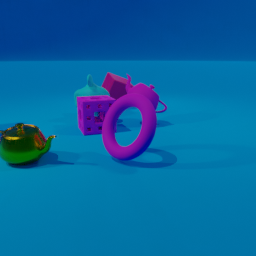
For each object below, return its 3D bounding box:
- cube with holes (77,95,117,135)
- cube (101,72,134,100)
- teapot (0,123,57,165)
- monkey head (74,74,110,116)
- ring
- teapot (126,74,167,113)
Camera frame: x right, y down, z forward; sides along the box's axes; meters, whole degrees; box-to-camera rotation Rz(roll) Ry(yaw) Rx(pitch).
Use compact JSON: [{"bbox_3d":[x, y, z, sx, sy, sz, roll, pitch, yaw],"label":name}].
[{"bbox_3d":[-0.952,-0.415,8.411,0.971,0.971,0.971,-5,16,-18],"label":"cube with holes"},{"bbox_3d":[-0.495,-1.612,11.915,1.006,1.006,1.006,15,22,-28],"label":"cube"},{"bbox_3d":[-2.204,0.285,5.978,1.637,0.801,1.018,7,25,18],"label":"teapot"},{"bbox_3d":[-1.104,-1.057,9.503,1.127,1.871,1.346,-15,41,24],"label":"monkey head"},{"bbox_3d":[-0.006,-0.033,6.005,1.474,1.474,0.295,15,-3,45],"label":"ring"},{"bbox_3d":[0.502,-1.045,8.983,1.729,0.847,1.075,36,-1,2],"label":"teapot"}]
